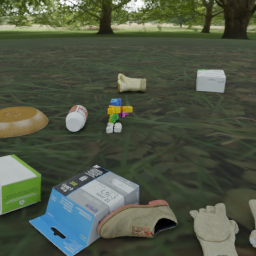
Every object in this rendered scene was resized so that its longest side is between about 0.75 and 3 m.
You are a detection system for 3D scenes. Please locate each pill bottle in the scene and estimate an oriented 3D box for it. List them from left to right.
[{"bbox_3d":[-1.888,-0.339,10.238,0.682,0.682,1.216,0,23,0],"label":"pill bottle"}]

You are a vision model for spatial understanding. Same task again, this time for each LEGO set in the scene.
[{"bbox_3d":[-0.261,-0.584,10.669,0.876,0.814,2.135,1,24,3],"label":"LEGO set"}]

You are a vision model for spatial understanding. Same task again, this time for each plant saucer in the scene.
[{"bbox_3d":[-4.290,-0.341,10.553,2.474,0.438,2.474,0,23,0],"label":"plant saucer"}]

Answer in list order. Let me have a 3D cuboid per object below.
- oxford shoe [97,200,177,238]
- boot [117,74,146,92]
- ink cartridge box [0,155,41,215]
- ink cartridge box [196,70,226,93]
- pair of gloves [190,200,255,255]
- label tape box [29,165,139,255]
[{"bbox_3d":[0.214,1.799,5.289,1.570,0.553,0.587,-11,31,-22],"label":"oxford shoe"},{"bbox_3d":[0.208,-2.472,15.284,1.567,0.734,2.016,-1,24,-2],"label":"boot"},{"bbox_3d":[-3.039,1.278,6.000,1.371,0.703,1.856,21,23,40],"label":"ink cartridge box"},{"bbox_3d":[4.559,-2.647,15.549,1.468,0.845,2.011,6,23,13],"label":"ink cartridge box"},{"bbox_3d":[2.173,1.972,5.155,1.870,0.328,1.590,-3,26,0],"label":"pair of gloves"},{"bbox_3d":[-0.863,1.561,5.753,1.344,0.620,1.876,19,28,38],"label":"label tape box"}]
